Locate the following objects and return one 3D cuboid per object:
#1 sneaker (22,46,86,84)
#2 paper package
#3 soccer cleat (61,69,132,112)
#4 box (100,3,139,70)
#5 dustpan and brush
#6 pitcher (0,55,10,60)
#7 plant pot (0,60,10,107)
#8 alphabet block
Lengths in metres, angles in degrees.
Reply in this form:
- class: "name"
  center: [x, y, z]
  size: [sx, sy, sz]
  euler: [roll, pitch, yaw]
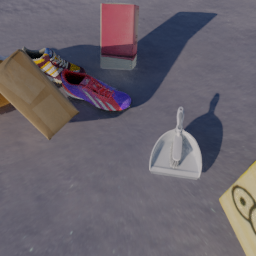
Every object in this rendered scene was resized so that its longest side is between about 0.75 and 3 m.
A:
- class: "sneaker"
  center: [-2.571, -2.219, 9.764]
  size: [2.283, 1.029, 0.855]
  euler: [3, 46, -16]
- class: "paper package"
  center: [-2.640, -0.962, 7.693]
  size: [1.123, 2.171, 2.070]
  euler: [-45, 27, -10]
- class: "soccer cleat"
  center: [-1.064, -1.221, 9.082]
  size: [2.485, 0.910, 0.848]
  euler: [21, 66, 14]
- class: "box"
  center: [-0.284, -3.298, 10.091]
  size: [1.183, 2.172, 1.389]
  euler: [5, 23, 7]
- class: "dustpan and brush"
  center: [1.381, 0.328, 7.764]
  size: [1.383, 0.567, 1.981]
  euler: [7, 57, 6]
- class: "pitcher"
  center: [-4.771, -2.347, 10.264]
  size: [1.659, 1.006, 1.423]
  euler: [5, 38, -16]
- class: "plant pot"
  center: [-4.777, -1.312, 8.769]
  size: [2.026, 2.213, 2.213]
  euler: [-16, 48, -35]
- class: "alphabet block"
  center: [3.827, 1.777, 5.173]
  size: [2.659, 2.644, 2.707]
  euler: [-6, 54, -18]
